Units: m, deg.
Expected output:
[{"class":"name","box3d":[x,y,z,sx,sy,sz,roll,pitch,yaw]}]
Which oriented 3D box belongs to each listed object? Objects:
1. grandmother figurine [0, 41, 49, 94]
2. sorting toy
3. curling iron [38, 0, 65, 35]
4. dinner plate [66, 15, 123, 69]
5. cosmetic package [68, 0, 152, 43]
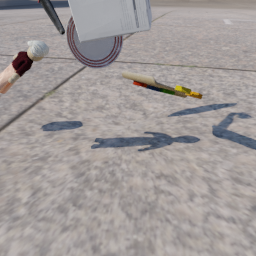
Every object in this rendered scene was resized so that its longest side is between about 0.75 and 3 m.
[{"class":"grandmother figurine","box3d":[-2.638,-1.461,6.750,1.836,0.556,1.113,-33,54,16]},{"class":"sorting toy","box3d":[0.851,-1.001,7.048,1.380,0.248,1.852,15,6,-42]},{"class":"curling iron","box3d":[-2.121,-3.238,6.788,0.291,2.274,0.564,-27,-4,-1]},{"class":"dinner plate","box3d":[-0.999,-2.754,8.508,1.872,1.872,0.227,-15,16,-26]},{"class":"cosmetic package","box3d":[-0.227,-2.031,4.794,1.191,0.732,1.187,-6,30,10]}]
